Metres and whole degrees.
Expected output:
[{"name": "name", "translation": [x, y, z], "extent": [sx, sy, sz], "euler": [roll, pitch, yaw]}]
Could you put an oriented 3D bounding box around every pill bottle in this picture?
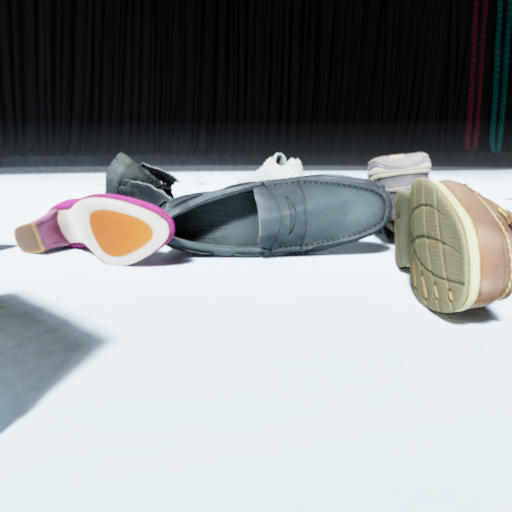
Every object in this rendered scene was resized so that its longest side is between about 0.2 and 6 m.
[{"name": "pill bottle", "translation": [5.405, -0.996, 12.013], "extent": [0.463, 0.463, 0.832], "euler": [6, 13, 28]}]

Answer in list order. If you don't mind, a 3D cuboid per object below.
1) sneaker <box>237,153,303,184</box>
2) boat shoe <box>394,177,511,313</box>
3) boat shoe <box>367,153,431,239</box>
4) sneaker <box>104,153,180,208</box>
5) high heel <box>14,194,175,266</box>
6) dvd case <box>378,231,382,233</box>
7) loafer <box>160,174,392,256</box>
[{"name": "sneaker", "translation": [0.490, -2.582, 17.840], "extent": [1.118, 1.359, 2.954], "euler": [-9, 14, -41]}, {"name": "boat shoe", "translation": [2.235, -0.235, 6.051], "extent": [1.173, 1.250, 3.473], "euler": [0, 8, 8]}, {"name": "boat shoe", "translation": [2.385, -0.836, 9.545], "extent": [1.178, 1.159, 3.161], "euler": [-5, -6, 16]}, {"name": "sneaker", "translation": [-2.673, -1.454, 13.087], "extent": [1.585, 0.913, 3.040], "euler": [30, -19, -5]}, {"name": "high heel", "translation": [-2.052, -0.544, 8.046], "extent": [2.965, 1.000, 1.426], "euler": [3, 22, 32]}, {"name": "dvd case", "translation": [2.351, -0.681, 11.226], "extent": [1.384, 0.149, 1.862], "euler": [7, 13, 31]}, {"name": "loafer", "translation": [0.225, -0.499, 7.844], "extent": [3.358, 1.140, 1.179], "euler": [-4, 9, 7]}]
